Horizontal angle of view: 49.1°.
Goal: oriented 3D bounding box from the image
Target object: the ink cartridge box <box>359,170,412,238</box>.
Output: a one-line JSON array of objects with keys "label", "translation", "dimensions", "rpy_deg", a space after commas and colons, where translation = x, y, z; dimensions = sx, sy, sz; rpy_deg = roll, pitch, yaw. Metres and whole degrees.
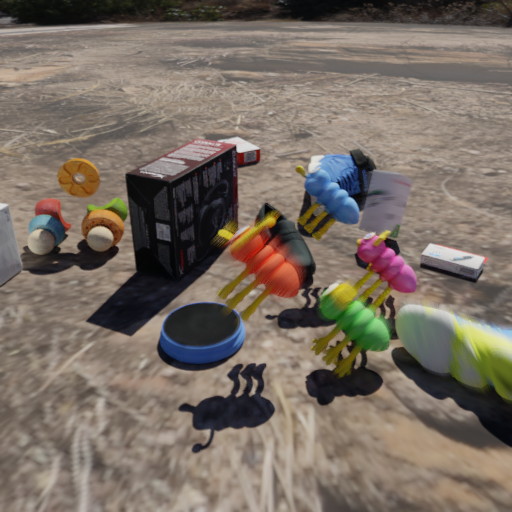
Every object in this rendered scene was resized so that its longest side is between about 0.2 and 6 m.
[{"label": "ink cartridge box", "translation": [2.370, -0.940, 10.228], "dimensions": [0.474, 1.125, 0.821], "rpy_deg": [16, 6, 35]}]

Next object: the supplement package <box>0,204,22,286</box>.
[{"label": "supplement package", "translation": [-4.743, -0.012, 8.684], "dimensions": [1.218, 1.227, 1.617], "rpy_deg": [8, 29, 15]}]

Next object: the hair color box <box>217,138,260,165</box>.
[{"label": "hair color box", "translation": [-0.464, -2.762, 14.733], "dimensions": [0.646, 0.372, 1.164], "rpy_deg": [-17, 34, -27]}]

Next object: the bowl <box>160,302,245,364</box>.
[{"label": "bowl", "translation": [-0.748, 1.028, 7.782], "dimensions": [1.192, 0.234, 1.192], "rpy_deg": [-1, 29, 1]}]

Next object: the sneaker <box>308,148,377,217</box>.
[{"label": "sneaker", "translation": [1.882, -1.597, 11.876], "dimensions": [1.457, 1.005, 2.619], "rpy_deg": [-4, 21, 10]}]

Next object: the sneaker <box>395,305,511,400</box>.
[{"label": "sneaker", "translation": [2.814, 1.200, 7.180], "dimensions": [1.065, 0.768, 2.028], "rpy_deg": [0, 22, -42]}]

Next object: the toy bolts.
[{"label": "toy bolts", "translation": [-3.341, -0.708, 9.937], "dimensions": [1.683, 1.607, 1.167], "rpy_deg": [-17, 34, 7]}]

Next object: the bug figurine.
[{"label": "bug figurine", "translation": [1.039, 0.006, 7.767], "dimensions": [2.579, 0.856, 3.326], "rpy_deg": [43, 40, 2]}]

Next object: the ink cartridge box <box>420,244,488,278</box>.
[{"label": "ink cartridge box", "translation": [3.469, 0.005, 9.746], "dimensions": [0.960, 0.215, 0.846], "rpy_deg": [18, 34, 29]}]

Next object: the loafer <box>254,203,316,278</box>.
[{"label": "loafer", "translation": [0.463, -0.289, 9.735], "dimensions": [0.648, 0.670, 1.908], "rpy_deg": [-11, 35, -20]}]

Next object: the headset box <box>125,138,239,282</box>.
[{"label": "headset box", "translation": [-1.129, -0.917, 9.801], "dimensions": [0.924, 1.780, 2.392], "rpy_deg": [13, 31, 22]}]
